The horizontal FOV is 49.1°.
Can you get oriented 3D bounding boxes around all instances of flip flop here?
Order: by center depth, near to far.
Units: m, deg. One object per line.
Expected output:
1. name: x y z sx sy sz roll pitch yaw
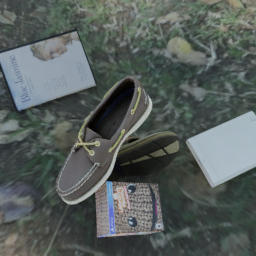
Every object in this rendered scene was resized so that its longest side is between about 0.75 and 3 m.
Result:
1. flip flop: -0.124 0.702 6.824 2.955 1.198 0.851 -20 43 -3

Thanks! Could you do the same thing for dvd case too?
1. dvd case: -2.293 -1.663 7.959 2.394 0.210 1.708 -20 93 -9

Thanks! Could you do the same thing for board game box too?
1. board game box: 0.013 1.773 6.135 1.317 0.638 1.050 8 62 -29

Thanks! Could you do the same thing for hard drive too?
1. hard drive: 2.716 0.505 7.248 2.022 0.266 1.334 -23 69 -11

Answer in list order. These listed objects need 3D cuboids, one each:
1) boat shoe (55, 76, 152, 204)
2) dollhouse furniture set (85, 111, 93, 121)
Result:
1. boat shoe: -0.555 0.195 5.582 1.004 0.832 2.795 30 76 32
2. dollhouse furniture set: -0.358 -0.378 7.337 1.195 0.684 1.401 39 78 26
